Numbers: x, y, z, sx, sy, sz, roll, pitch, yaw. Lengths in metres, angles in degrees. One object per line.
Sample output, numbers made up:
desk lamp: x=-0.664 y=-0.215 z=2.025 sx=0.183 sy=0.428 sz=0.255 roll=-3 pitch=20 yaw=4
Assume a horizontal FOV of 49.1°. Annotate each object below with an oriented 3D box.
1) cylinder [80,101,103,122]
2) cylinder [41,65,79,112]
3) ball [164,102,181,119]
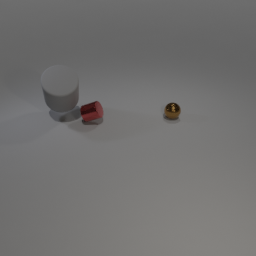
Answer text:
cylinder: x=-1.451 y=-0.668 z=11.301 sx=0.700 sy=0.700 sz=0.700 roll=-15 pitch=27 yaw=18
cylinder: x=-2.665 y=-1.534 z=11.121 sx=1.400 sy=1.400 sz=1.400 roll=4 pitch=67 yaw=-8
ball: x=1.876 y=-0.728 z=11.800 sx=0.700 sy=0.700 sz=0.700 roll=0 pitch=31 yaw=0
